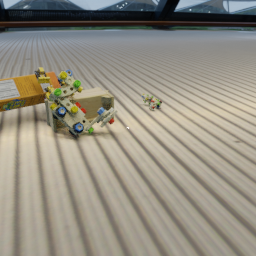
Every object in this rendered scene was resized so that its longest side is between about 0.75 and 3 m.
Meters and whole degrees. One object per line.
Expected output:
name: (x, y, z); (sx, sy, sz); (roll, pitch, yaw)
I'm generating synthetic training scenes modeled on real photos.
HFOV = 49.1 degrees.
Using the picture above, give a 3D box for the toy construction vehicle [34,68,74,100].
toy construction vehicle: (-2.313, -1.464, 8.906); (1.004, 0.406, 1.153); (-9, 65, -36)

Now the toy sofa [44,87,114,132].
toy sofa: (-1.610, -0.659, 9.332); (2.191, 0.907, 1.069); (-13, 29, -26)

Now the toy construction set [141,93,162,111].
toy construction set: (0.917, -1.001, 10.702); (0.627, 0.440, 0.956); (18, 24, -28)

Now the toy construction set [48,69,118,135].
toy construction set: (-1.442, -0.645, 8.336); (2.185, 1.007, 1.433); (39, 64, 0)

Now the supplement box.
supplement box: (-3.573, -1.170, 9.279); (2.586, 0.890, 0.860); (-16, -14, -36)
